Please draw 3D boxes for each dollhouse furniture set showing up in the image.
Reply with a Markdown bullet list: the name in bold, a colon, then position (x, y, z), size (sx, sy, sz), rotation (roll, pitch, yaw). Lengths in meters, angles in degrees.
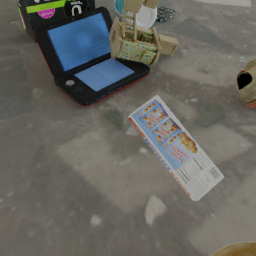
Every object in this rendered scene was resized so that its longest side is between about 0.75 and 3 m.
- **dollhouse furniture set**: position (0.876, -3.078, 8.807), size (2.394, 2.117, 1.331), rotation (7, 52, -20)

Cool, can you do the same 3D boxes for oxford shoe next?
- **oxford shoe**: position (3.712, -1.567, 8.425), size (0.801, 0.755, 2.142), rotation (41, 43, -19)

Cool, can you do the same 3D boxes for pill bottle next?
- **pill bottle**: position (0.192, -5.148, 11.852), size (1.263, 1.263, 2.279), rotation (-18, 48, -17)

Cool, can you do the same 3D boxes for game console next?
- **game console**: position (-1.001, -2.340, 8.761), size (2.798, 1.661, 2.411), rotation (-32, 52, -28)

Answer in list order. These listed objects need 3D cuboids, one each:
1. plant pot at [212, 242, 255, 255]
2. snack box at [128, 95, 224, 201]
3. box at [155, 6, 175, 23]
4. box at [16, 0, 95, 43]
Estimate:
- **plant pot**: position (2.108, 2.867, 4.286), size (2.163, 0.297, 2.163), rotation (1, 45, -1)
- **snack box**: position (0.814, 0.325, 4.850), size (0.659, 0.223, 1.832), rotation (-37, 84, -13)
- **box**: position (1.510, -5.091, 12.526), size (0.819, 0.223, 1.023), rotation (26, 51, 24)
- **box**: position (-2.852, -4.901, 11.062), size (2.705, 2.009, 1.681), rotation (-23, 49, -22)
